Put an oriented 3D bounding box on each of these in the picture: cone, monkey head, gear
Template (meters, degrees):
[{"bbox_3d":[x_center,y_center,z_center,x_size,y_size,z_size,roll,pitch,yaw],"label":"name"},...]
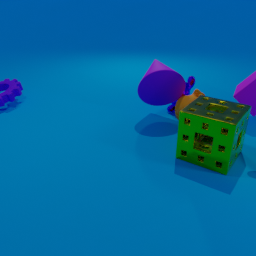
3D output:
[{"bbox_3d":[0.882,-1.588,8.167,1.339,1.339,1.344,-2,51,-4],"label":"cone"},{"bbox_3d":[1.739,-0.982,8.709,0.921,1.280,0.771,34,12,0],"label":"monkey head"},{"bbox_3d":[1.887,-0.429,7.712,1.157,0.970,1.609,35,23,-23],"label":"monkey head"},{"bbox_3d":[-4.191,-1.137,9.102,1.462,0.270,1.462,-7,37,5],"label":"gear"}]

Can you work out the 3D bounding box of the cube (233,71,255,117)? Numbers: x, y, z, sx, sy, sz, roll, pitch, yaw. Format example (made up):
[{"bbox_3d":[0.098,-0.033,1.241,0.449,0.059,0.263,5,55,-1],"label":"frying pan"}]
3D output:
[{"bbox_3d":[3.593,-0.997,7.818,0.827,0.827,0.827,44,40,-2],"label":"cube"}]

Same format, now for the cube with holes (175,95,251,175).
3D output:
[{"bbox_3d":[1.878,0.096,6.214,1.164,1.164,1.164,18,32,31],"label":"cube with holes"}]
